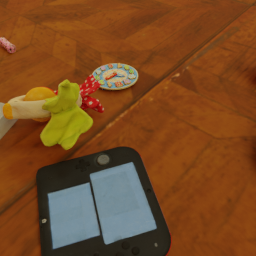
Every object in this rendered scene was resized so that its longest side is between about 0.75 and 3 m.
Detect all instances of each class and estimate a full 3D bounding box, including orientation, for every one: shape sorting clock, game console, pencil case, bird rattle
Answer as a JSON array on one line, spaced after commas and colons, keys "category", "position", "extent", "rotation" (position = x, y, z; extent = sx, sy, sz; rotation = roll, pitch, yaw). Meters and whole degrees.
[{"category": "shape sorting clock", "position": [-0.435, -1.748, 9.313], "extent": [1.545, 0.303, 1.545], "rotation": [0, 47, 0]}, {"category": "game console", "position": [-0.633, 1.708, 5.980], "extent": [2.515, 0.441, 2.843], "rotation": [-11, 47, -11]}, {"category": "pencil case", "position": [-4.570, -3.132, 10.577], "extent": [0.824, 0.341, 0.357], "rotation": [37, 45, 28]}, {"category": "bird rattle", "position": [-1.845, -0.740, 7.145], "extent": [2.270, 1.569, 2.784], "rotation": [-2, 25, 1]}]

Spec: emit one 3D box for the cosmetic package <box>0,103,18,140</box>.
[{"category": "cosmetic package", "position": [-3.536, -0.125, 7.605], "extent": [0.487, 0.577, 1.081], "rotation": [12, 46, 11]}]
